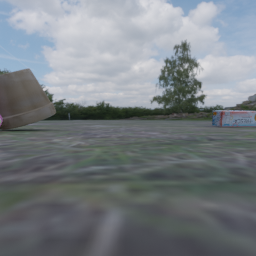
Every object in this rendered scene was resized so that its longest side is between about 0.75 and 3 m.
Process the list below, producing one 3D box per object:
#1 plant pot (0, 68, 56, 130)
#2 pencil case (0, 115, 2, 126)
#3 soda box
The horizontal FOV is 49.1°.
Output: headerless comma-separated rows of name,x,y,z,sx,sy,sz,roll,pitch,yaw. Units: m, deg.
plant pot,-2.461,-0.711,6.410,1.332,1.156,1.332,-13,16,4
pencil case,-3.077,-0.204,5.647,1.143,0.500,0.500,4,4,31
soda box,3.681,-0.317,9.418,1.665,0.529,0.569,0,6,-18
